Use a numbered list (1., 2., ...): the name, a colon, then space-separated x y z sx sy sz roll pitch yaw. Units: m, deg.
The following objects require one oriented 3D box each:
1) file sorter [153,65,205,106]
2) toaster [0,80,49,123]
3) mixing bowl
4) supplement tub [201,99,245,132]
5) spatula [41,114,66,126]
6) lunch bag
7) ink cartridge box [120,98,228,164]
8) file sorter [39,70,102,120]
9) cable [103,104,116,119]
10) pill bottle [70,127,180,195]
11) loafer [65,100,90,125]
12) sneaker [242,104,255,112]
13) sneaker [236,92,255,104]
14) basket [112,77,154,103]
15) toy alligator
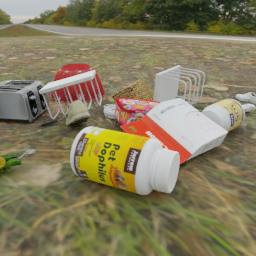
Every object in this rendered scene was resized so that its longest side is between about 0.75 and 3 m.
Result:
1. file sorter: 2.502 -1.866 13.561 1.542 1.718 2.476 18 29 29
2. toaster: -4.952 -1.220 12.432 2.332 1.384 2.109 3 23 8
3. mixing bowl: -2.776 -2.581 15.283 2.998 1.624 2.998 0 23 0
4. supplement tub: 3.565 -0.387 10.751 1.664 1.209 1.209 -21 31 -39
5. spatula: -2.822 -0.392 11.590 1.652 0.170 0.467 -24 2 -7
6. lunch bag: 0.604 -0.637 11.490 2.270 0.930 1.999 5 19 -16
7. ink cartridge box: 1.544 0.031 9.220 2.814 0.803 2.287 -13 45 -41
8. file sorter: -2.367 -1.454 12.211 2.257 1.405 1.566 -15 21 4
9. cable: -0.539 -0.717 12.537 1.115 0.386 1.116 -1 24 -5
10. pill bottle: -0.070 0.884 7.491 2.708 1.479 1.479 10 26 23
11. loafer: -1.982 -0.594 10.933 0.865 0.780 2.286 -12 0 -23
12. sneaker: 5.317 -0.864 12.923 1.070 0.409 0.432 -1 32 14
13. sneaker: 6.257 -1.620 14.451 1.385 0.490 0.506 22 32 40
14. basket: 0.260 -1.370 13.726 1.419 1.481 1.989 -25 10 31
15. toy alligator: -3.714 1.109 8.197 2.102 0.505 0.697 -14 -5 -28
